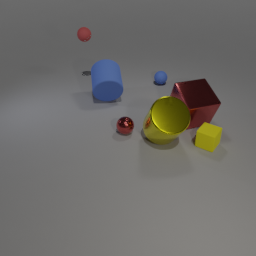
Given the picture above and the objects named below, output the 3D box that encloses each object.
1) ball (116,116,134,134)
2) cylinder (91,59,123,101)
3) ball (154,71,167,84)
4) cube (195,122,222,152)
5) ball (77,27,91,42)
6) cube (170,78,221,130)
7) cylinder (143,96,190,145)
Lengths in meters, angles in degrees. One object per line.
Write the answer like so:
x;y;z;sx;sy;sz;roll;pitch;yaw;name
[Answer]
-0.107;-0.102;10.943;0.700;0.700;0.700;0;33;0;ball
-0.986;-2.205;13.025;1.400;1.400;1.400;-5;55;-7;cylinder
1.745;-2.687;14.905;0.700;0.700;0.700;0;33;0;ball
2.941;0.332;10.246;0.700;0.700;0.700;22;42;30;cube
-2.170;-4.639;13.885;0.700;0.700;0.700;0;33;0;ball
2.586;-0.943;11.253;1.400;1.400;1.400;-11;56;-16;cube
1.335;-0.234;10.022;1.400;1.400;1.400;2;72;-7;cylinder
